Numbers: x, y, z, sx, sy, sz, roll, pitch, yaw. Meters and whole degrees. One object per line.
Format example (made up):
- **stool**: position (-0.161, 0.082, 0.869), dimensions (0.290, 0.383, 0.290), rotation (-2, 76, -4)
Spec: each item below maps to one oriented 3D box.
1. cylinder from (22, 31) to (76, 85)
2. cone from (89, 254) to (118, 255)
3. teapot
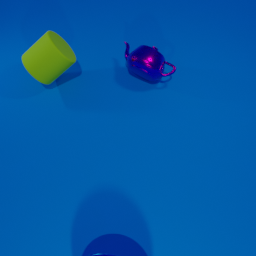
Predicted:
- **cylinder**: position (-2.259, -2.008, 8.059), dimensions (1.102, 1.102, 1.102), rotation (-35, 56, 17)
- **cone**: position (-0.397, 3.119, 4.391), dimensions (1.503, 1.503, 1.509), rotation (9, 29, 6)
- **teapot**: position (0.550, -2.035, 8.427), dimensions (1.914, 1.190, 0.937), rotation (28, 86, 17)
